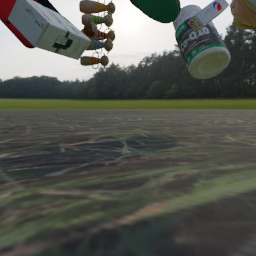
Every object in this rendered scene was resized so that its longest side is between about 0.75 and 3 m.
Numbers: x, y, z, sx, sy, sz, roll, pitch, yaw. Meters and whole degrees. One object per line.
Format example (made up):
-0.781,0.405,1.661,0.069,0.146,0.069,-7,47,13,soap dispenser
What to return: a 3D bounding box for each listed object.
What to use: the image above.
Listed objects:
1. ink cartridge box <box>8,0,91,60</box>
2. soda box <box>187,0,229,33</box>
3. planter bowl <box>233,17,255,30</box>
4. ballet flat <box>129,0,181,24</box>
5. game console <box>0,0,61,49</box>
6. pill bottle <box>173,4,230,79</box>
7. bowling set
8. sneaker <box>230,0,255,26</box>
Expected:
-1.746,-2.228,6.393,1.105,0.626,1.508,46,20,18,ink cartridge box
2.505,-3.537,8.677,1.377,0.438,0.469,-41,3,-22,soda box
3.751,-3.254,8.077,0.526,1.262,1.262,29,-15,-39,planter bowl
0.162,-3.568,6.531,2.990,1.039,1.039,21,-10,-41,ballet flat
-2.895,-3.341,8.141,1.356,2.286,1.970,-42,5,0,game console
2.599,-3.232,10.366,1.484,2.625,1.484,-10,-31,-6,pill bottle
-0.911,-3.097,9.372,1.293,2.409,1.676,-3,21,-15,bowling set
2.692,-3.212,6.491,2.453,0.923,1.282,33,7,-33,sneaker
